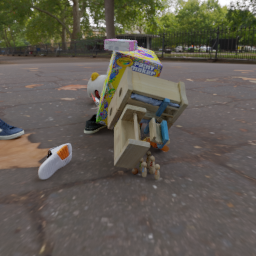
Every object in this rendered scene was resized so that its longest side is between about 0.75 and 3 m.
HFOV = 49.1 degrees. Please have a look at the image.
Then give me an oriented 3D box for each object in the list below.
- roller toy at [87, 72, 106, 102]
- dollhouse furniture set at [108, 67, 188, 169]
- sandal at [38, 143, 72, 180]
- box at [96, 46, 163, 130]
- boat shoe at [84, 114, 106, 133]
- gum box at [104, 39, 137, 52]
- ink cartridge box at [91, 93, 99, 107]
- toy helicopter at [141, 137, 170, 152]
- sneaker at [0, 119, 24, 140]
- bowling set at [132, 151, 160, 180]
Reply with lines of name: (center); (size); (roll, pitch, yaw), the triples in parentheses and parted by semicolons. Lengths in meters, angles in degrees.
roller toy: (-1.587, -2.303, 16.444); (1.217, 1.589, 1.742); (7, -6, 30)
dollhouse furniture set: (0.575, 0.020, 8.798); (2.051, 2.039, 2.910); (12, 50, -17)
sandal: (-2.115, 0.864, 7.840); (0.469, 0.626, 1.635); (9, 21, 18)
box: (-0.053, -1.808, 11.589); (1.801, 2.843, 2.952); (14, 24, -9)
boat shoe: (-1.331, -0.281, 11.631); (0.655, 0.581, 1.754); (5, 17, 21)
gum box: (-0.267, -2.769, 9.351); (1.007, 0.333, 0.572); (12, 24, 24)
ink cartridge box: (-1.497, -1.311, 13.459); (0.200, 0.799, 0.648); (-24, 28, -1)
toy helicopter: (0.679, 0.495, 9.071); (1.493, 0.589, 0.987); (-6, 17, -21)
sneaker: (-4.912, -0.101, 10.594); (2.030, 0.858, 0.761); (5, 18, 13)
bowling set: (0.446, 1.017, 7.545); (0.657, 0.507, 0.944); (-5, 17, -17)
